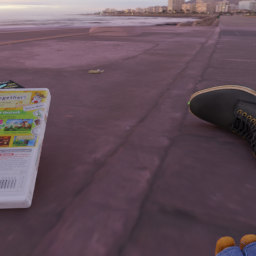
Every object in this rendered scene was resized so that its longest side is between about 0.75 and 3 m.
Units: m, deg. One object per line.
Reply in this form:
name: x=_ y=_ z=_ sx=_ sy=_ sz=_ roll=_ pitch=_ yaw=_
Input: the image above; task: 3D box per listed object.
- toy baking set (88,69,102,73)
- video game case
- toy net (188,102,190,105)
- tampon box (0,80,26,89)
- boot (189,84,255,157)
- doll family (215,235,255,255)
toy baking set: x=-1.529 y=-2.737 z=13.474 sx=0.808 sy=0.094 sz=0.620 roll=-5 pitch=24 yaw=-11
video game case: x=-3.022 y=0.251 z=5.118 sx=2.853 sy=0.327 sz=2.597 roll=-2 pitch=49 yaw=-3
toy net: x=2.561 y=-0.663 z=8.471 sx=0.881 sy=0.324 sz=1.679 roll=-9 pitch=26 yaw=-19
tampon box: x=-3.447 y=-0.693 z=7.807 sx=1.070 sy=0.902 sz=1.428 roll=-19 pitch=30 yaw=-36
boot: x=2.619 y=-0.065 z=6.252 sx=2.998 sy=1.161 sz=2.074 roll=12 pitch=31 yaw=27
doll family: x=1.457 y=1.377 z=2.177 sx=2.463 sy=1.110 sz=1.528 roll=-20 pitch=19 yaw=-1
